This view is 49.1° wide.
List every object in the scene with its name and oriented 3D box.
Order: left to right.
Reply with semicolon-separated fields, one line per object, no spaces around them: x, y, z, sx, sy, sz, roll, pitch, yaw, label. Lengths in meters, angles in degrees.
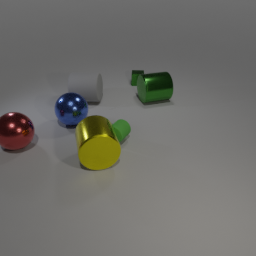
-4.147;0.112;10.240;1.400;1.400;1.400;0;31;0;ball
-2.363;-0.795;11.735;1.400;1.400;1.400;0;31;0;ball
-2.044;-1.984;13.631;1.400;1.400;1.400;1;31;7;cylinder
-1.057;0.479;9.597;1.400;1.400;1.400;-7;31;-11;cylinder
-0.352;0.115;10.714;0.700;0.700;0.700;16;33;25;cylinder
0.556;-2.833;15.863;0.700;0.700;0.700;1;31;2;cube
1.312;-2.004;13.776;1.400;1.400;1.400;-9;32;-15;cylinder
